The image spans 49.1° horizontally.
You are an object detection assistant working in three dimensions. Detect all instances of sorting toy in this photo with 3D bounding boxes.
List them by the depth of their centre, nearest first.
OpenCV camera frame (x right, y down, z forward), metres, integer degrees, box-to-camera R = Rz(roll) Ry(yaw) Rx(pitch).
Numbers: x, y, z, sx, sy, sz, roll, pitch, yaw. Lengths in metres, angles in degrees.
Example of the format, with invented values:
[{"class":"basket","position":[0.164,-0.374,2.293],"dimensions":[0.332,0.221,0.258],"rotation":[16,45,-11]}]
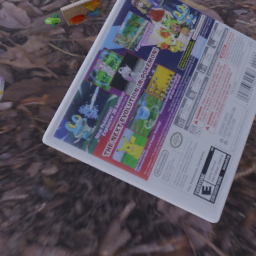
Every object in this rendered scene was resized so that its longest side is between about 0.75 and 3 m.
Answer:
[{"class":"sorting toy","position":[-1.106,-2.367,5.902],"dimensions":[1.234,0.912,0.182],"rotation":[-22,91,-1]}]

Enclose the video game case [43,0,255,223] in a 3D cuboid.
[{"class":"video game case","position":[0.637,-0.524,4.315],"dimensions":[2.727,0.344,2.993],"rotation":[26,76,-4]}]

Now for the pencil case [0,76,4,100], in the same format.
[{"class":"pencil case","position":[-3.168,-0.893,5.225],"dimensions":[0.731,1.611,0.670],"rotation":[-50,59,15]}]
